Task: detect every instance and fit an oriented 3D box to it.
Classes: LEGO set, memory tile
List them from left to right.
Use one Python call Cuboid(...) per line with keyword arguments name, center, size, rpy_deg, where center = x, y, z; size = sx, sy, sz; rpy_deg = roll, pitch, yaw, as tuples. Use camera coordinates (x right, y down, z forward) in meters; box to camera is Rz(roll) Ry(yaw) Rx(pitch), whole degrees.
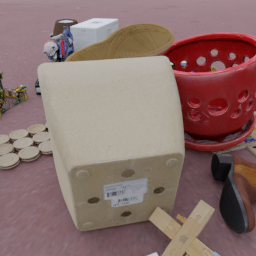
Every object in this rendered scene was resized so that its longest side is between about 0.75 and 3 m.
Cuboid(name="LEGO set", center=(-4.589, -1.328, 9.605), size=(1.652, 1.245, 2.149), rpy_deg=(14, 34, 22))
Cuboid(name="memory tile", center=(-2.631, 0.385, 7.800), size=(2.130, 0.179, 1.632), rpy_deg=(-19, 36, -28))

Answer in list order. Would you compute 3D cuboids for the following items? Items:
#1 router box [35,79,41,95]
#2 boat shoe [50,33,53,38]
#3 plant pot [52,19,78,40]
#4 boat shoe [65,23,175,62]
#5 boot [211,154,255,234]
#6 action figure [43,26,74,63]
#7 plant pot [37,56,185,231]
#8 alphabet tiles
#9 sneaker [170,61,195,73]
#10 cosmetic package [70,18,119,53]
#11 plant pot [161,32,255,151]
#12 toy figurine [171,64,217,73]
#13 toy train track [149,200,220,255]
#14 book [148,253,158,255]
Cuboid(name="router box", center=(-2.996, -1.825, 11.199), size=(1.102, 0.457, 1.470), rpy_deg=(-2, 32, -3))
Cuboid(name="boat shoe", center=(-3.677, -5.183, 16.562), size=(0.953, 0.934, 2.676), rpy_deg=(-42, 49, -21))
Cuboid(name="plant pot", center=(-2.811, -3.993, 13.255), size=(1.935, 2.070, 1.935), rpy_deg=(0, 31, 0))
Cuboid(name="boat shoe", center=(-0.185, -1.666, 6.854), size=(2.878, 0.995, 1.061), rpy_deg=(-25, 67, -17))
Cuboid(name="boot", center=(3.051, 1.408, 5.843), size=(2.283, 0.782, 2.149), rpy_deg=(9, 24, 0))
Cuboid(name="action figure", center=(-2.675, -2.645, 11.177), size=(1.245, 2.381, 2.303), rpy_deg=(-1, -7, 10))
Cuboid(name="plant pot", center=(-0.256, 0.417, 5.624), size=(2.713, 2.716, 2.405), rpy_deg=(-6, 42, -10))
Cuboid(name="alphabet tiles", center=(3.465, 0.081, 8.382), size=(2.991, 0.113, 2.500), rpy_deg=(-10, 33, -16))
Cuboid(name="sneaker", center=(1.839, -2.288, 11.764), size=(2.322, 0.874, 1.023), rpy_deg=(18, 42, 42))
Cuboid(name="cosmetic package", center=(-1.376, -3.577, 12.468), size=(1.321, 2.150, 2.143), rpy_deg=(10, 32, 20))
Cuboid(name="plant pot", center=(2.185, -0.954, 7.474), size=(2.692, 2.451, 2.692), rpy_deg=(-11, 35, 8))
Cuboid(name="toy figurine", center=(2.699, -1.546, 10.591), size=(2.593, 1.368, 1.554), rpy_deg=(10, 4, 11))
Cuboid(name="toy train track", center=(1.344, 2.143, 4.465), size=(2.442, 0.397, 1.401), rpy_deg=(33, 83, 38))
Cuboid(name="book", center=(-0.348, 2.741, 3.615), size=(2.367, 0.569, 1.581), rpy_deg=(-14, 32, -18))
